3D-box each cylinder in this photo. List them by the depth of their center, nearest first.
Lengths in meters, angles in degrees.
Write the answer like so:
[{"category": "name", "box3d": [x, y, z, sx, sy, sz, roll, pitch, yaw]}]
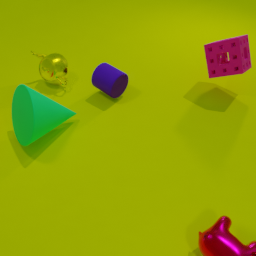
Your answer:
[{"category": "cylinder", "box3d": [-0.529, -1.404, 8.262, 0.798, 0.798, 0.798, 33, 53, 24]}]

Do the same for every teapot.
[{"category": "teapot", "box3d": [-2.372, -1.852, 8.673, 1.598, 0.994, 0.783, 48, 32, 13]}]

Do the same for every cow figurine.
[{"category": "cow figurine", "box3d": [1.632, 2.325, 4.603, 1.393, 0.777, 1.416, -29, 55, -32]}]

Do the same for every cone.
[{"category": "cone", "box3d": [-1.971, -0.347, 7.162, 1.487, 1.481, 1.481, -5, 39, -40]}]

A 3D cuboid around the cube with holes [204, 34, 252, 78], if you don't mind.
[{"category": "cube with holes", "box3d": [2.911, -2.074, 8.129, 0.966, 0.966, 0.966, -2, 19, 38]}]
